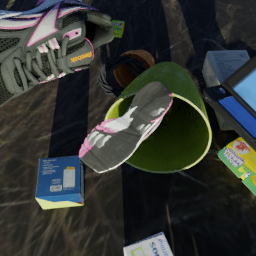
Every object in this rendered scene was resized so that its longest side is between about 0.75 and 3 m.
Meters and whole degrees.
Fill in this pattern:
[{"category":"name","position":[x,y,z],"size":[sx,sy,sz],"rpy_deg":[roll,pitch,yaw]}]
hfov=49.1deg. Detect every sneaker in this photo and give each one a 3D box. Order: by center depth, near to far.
[{"category":"sneaker","position":[-1.107,-1.112,3.838],"size":[1.163,1.082,2.694],"rpy_deg":[22,55,18]},{"category":"sneaker","position":[0.045,0.082,4.245],"size":[1.637,0.707,0.657],"rpy_deg":[-39,74,-3]}]

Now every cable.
[{"category":"cable","position":[-0.205,-1.378,7.545],"size":[1.395,1.138,0.354],"rpy_deg":[10,34,17]}]

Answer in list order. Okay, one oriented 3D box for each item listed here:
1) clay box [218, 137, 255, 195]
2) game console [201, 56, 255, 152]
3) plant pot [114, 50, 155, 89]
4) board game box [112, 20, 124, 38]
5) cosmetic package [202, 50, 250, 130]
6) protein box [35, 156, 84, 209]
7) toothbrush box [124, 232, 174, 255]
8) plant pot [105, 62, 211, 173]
[{"category":"clay box","position":[3.286,0.623,6.317],"size":[2.459,0.585,1.413],"rpy_deg":[-26,57,-19]},{"category":"game console","position":[2.770,-0.552,5.902],"size":[1.630,1.078,1.853],"rpy_deg":[-17,61,-47]},{"category":"plant pot","position":[0.273,-1.682,7.845],"size":[1.141,1.141,0.799],"rpy_deg":[18,38,13]},{"category":"board game box","position":[-0.753,-3.436,9.617],"size":[1.171,0.279,0.595],"rpy_deg":[7,53,5]},{"category":"cosmetic package","position":[2.830,-1.068,7.475],"size":[1.155,0.815,2.230],"rpy_deg":[-2,52,-1]},{"category":"protein box","position":[-1.404,1.139,5.916],"size":[0.882,0.600,0.889],"rpy_deg":[-5,53,-4]},{"category":"toothbrush box","position":[0.429,2.460,4.317],"size":[0.664,1.541,1.122],"rpy_deg":[-16,55,-13]},{"category":"plant pot","position":[0.780,-0.532,6.483],"size":[2.154,2.154,2.302],"rpy_deg":[10,40,7]}]
